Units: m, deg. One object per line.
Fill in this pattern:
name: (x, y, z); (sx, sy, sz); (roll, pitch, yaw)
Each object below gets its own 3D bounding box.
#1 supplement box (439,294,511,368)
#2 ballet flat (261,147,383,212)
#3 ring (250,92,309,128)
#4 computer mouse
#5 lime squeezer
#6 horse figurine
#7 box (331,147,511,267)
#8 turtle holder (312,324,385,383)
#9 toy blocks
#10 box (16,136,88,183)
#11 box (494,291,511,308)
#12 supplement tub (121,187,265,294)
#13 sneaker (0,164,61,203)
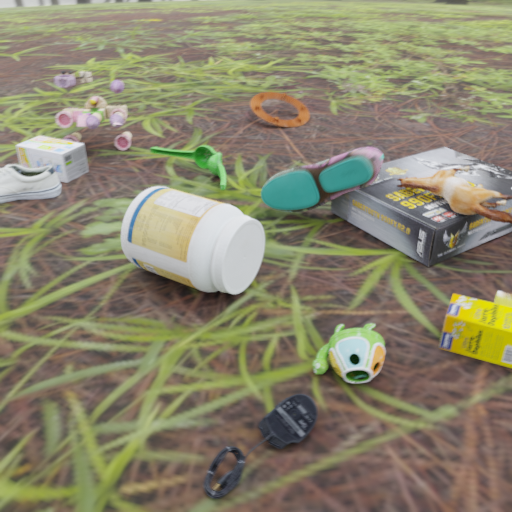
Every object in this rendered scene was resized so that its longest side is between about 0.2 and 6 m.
supplement box: (3.187, 1.039, 7.742); (1.108, 0.607, 0.603); (13, 33, 22)
ballet flat: (1.318, -1.484, 10.881); (2.585, 0.894, 0.920); (-16, 13, 37)
ring: (0.735, -4.477, 16.935); (1.842, 0.177, 1.842); (8, 45, -8)
computer mouse: (0.071, 2.128, 6.310); (1.683, 0.286, 0.493); (-29, 66, -33)
lime squeezer: (-1.231, -2.230, 13.145); (1.095, 0.585, 3.102); (-1, 24, -41)
horse figurine: (3.723, -1.109, 9.946); (1.442, 0.543, 2.177); (-8, 33, -22)
box: (3.643, -1.153, 11.227); (3.388, 0.819, 2.683); (-18, 35, -28)
turtle holder: (1.217, 1.287, 7.278); (0.895, 0.680, 0.636); (8, 47, 0)
toy blocks: (-4.210, -3.613, 14.275); (1.821, 1.949, 1.641); (-2, 25, -3)
box: (-4.827, -2.305, 13.278); (1.420, 0.720, 0.799); (13, 33, 21)
box: (4.224, 0.904, 8.007); (1.576, 0.395, 0.593); (16, 9, 23)
supplement tub: (-1.015, -0.246, 9.092); (1.992, 1.441, 1.441); (18, 35, 27)
sneaker: (-5.331, -1.607, 12.084); (2.078, 0.736, 0.759); (-8, 32, -14)
